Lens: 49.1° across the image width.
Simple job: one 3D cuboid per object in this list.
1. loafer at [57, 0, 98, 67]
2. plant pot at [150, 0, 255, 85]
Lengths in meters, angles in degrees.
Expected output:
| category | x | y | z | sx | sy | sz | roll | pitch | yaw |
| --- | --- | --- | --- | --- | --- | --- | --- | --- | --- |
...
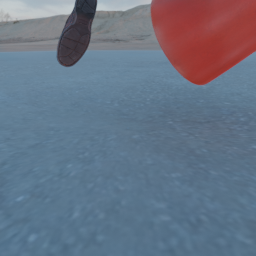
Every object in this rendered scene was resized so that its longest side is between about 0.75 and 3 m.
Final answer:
| category | x | y | z | sx | sy | sz | roll | pitch | yaw |
| --- | --- | --- | --- | --- | --- | --- | --- | --- | --- |
| loafer | -1.618 | -3.065 | 8.838 | 0.891 | 2.480 | 0.781 | 20 | -2 | -24 |
| plant pot | 2.487 | -2.943 | 7.233 | 2.608 | 2.948 | 2.948 | -22 | 0 | 41 |
